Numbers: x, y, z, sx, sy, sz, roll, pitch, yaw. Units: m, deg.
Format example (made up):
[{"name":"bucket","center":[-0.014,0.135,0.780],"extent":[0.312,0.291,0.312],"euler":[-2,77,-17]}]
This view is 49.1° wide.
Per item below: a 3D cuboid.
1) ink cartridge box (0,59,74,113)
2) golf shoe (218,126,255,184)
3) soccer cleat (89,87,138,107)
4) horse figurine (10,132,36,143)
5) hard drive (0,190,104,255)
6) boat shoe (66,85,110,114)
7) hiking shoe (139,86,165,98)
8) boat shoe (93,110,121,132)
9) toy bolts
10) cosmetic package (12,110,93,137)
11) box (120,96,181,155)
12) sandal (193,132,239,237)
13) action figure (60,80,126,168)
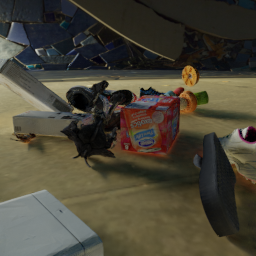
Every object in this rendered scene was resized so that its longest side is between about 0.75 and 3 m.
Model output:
[{"name":"ink cartridge box","center":[-3.856,-1.489,10.781],"extent":[2.581,0.648,2.974],"euler":[19,-17,50]},{"name":"golf shoe","center":[2.470,0.392,6.135],"extent":[0.862,1.047,2.288],"euler":[-6,14,-18]},{"name":"soccer cleat","center":[-0.900,-1.407,13.620],"extent":[2.917,0.995,1.067],"euler":[5,-6,26]},{"name":"horse figurine","center":[-3.012,0.270,8.055],"extent":[0.619,0.233,0.935],"euler":[14,3,-15]},{"name":"hard drive","center":[-1.856,1.499,3.194],"extent":[2.635,0.352,1.738],"euler":[-12,19,-37]},{"name":"boat shoe","center":[-1.919,-1.111,11.384],"extent":[0.932,0.983,2.812],"euler":[-6,24,-41]},{"name":"hiking shoe","center":[1.450,-1.957,15.732],"extent":[1.695,0.735,0.631],"euler":[-5,15,-18]},{"name":"boat shoe","center":[-0.120,-0.267,9.480],"extent":[2.201,0.755,0.623],"euler":[-13,36,-34]},{"name":"toy bolts","center":[2.270,-1.639,12.771],"extent":[1.465,2.018,2.112],"euler":[-15,2,-28]},{"name":"cosmetic package","center":[-2.400,-0.168,9.105],"extent":[2.410,0.610,0.995],"euler":[3,14,14]},{"name":"box","center":[0.740,-0.198,8.039],"extent":[1.239,1.186,2.485],"euler":[4,15,17]},{"name":"sandal","center":[1.414,0.790,4.862],"extent":[0.590,1.048,2.755],"euler":[-24,4,23]},{"name":"action figure","center":[-0.847,0.019,7.169],"extent":[1.462,1.255,2.460],"euler":[25,54,-8]}]
